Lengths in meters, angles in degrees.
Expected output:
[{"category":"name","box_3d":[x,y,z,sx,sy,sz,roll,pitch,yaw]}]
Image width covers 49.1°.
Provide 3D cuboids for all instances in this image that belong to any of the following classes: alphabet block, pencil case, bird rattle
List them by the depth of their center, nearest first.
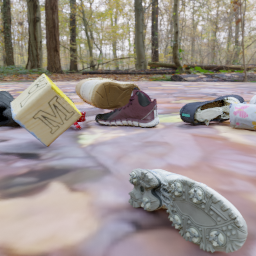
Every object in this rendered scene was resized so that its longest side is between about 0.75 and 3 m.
[{"category":"alphabet block","box_3d":[-1.739,-0.391,5.909,0.991,0.973,0.968,-42,36,-1]},{"category":"pencil case","box_3d":[3.592,-0.294,7.427,1.726,0.718,0.783,8,42,33]},{"category":"bird rattle","box_3d":[-1.817,-0.280,7.773,1.274,0.717,1.038,0,-5,-15]}]

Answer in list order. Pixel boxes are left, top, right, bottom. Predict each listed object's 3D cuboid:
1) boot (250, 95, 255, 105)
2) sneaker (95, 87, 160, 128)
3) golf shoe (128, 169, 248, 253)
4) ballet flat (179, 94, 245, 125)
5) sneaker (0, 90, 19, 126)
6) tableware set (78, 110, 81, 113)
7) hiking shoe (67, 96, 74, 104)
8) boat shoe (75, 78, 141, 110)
[{"category":"boot","box_3d":[5.136,-0.777,9.631,2.199,0.809,1.051,-8,8,-40]},{"category":"sneaker","box_3d":[-0.029,-0.630,8.149,1.928,1.114,0.730,3,12,13]},{"category":"golf shoe","box_3d":[0.659,0.720,2.921,0.724,0.583,1.488,-1,11,-34]},{"category":"ballet flat","box_3d":[2.730,-0.518,8.446,2.379,0.869,0.869,-10,14,-17]},{"category":"sneaker","box_3d":[-3.865,-0.558,8.454,2.578,0.979,1.170,4,21,38]},{"category":"tableware set","box_3d":[-2.781,-0.931,11.442,1.375,0.417,2.080,-4,12,-19]},{"category":"hiking shoe","box_3d":[-1.887,-0.630,8.925,0.287,0.773,0.335,-15,5,43]},{"category":"boat shoe","box_3d":[-0.517,-1.077,8.876,1.025,1.092,2.963,22,6,26]}]
